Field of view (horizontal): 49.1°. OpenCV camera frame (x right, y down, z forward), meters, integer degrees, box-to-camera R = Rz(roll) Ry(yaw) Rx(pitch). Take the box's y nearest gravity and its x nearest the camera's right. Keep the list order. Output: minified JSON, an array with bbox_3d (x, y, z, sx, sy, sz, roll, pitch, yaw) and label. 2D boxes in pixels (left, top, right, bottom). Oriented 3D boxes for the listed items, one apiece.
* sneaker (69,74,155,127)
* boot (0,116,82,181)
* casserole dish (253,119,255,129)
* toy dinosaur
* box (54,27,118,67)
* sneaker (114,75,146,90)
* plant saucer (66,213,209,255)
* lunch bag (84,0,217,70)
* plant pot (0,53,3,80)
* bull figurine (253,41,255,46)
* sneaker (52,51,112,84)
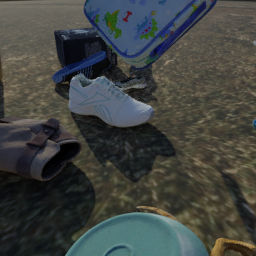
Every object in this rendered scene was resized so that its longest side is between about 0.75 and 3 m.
[{"bbox_3d":[-0.585,-0.818,8.116,2.866,1.148,1.008,15,31,23],"label":"sneaker"},{"bbox_3d":[-2.508,0.555,5.850,2.141,1.029,2.928,21,38,26],"label":"boot"},{"bbox_3d":[3.879,-0.113,7.815,0.948,0.184,0.574,-24,38,-35],"label":"casserole dish"},{"bbox_3d":[0.881,1.817,3.745,1.506,0.856,2.835,-1,29,1],"label":"toy dinosaur"},{"bbox_3d":[-1.974,-3.697,12.918,2.400,1.409,2.361,-12,31,-18],"label":"box"},{"bbox_3d":[0.039,-1.689,10.287,1.257,0.499,0.465,-10,33,-14],"label":"sneaker"},{"bbox_3d":[-0.079,1.776,3.554,2.189,0.394,2.189,-17,21,7],"label":"plant saucer"},{"bbox_3d":[0.446,-2.465,5.558,1.898,2.362,0.974,49,11,17],"label":"lunch bag"},{"bbox_3d":[-6.150,-2.995,10.517,2.699,2.695,2.389,-21,56,-34],"label":"plant pot"},{"bbox_3d":[7.624,-3.844,13.671,2.920,0.951,1.773,-7,26,-18],"label":"bull figurine"},{"bbox_3d":[-1.744,-2.094,10.824,2.307,0.899,0.809,-22,31,3],"label":"sneaker"}]
